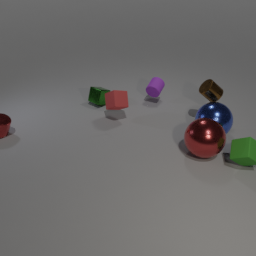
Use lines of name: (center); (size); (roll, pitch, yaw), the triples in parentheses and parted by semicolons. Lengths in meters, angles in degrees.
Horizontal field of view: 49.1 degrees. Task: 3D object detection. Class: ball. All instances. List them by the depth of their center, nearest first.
ball: (2.648, 0.341, 9.666); (1.400, 1.400, 1.400); (0, 31, 0)
ball: (3.280, -0.300, 10.716); (1.400, 1.400, 1.400); (0, 31, 0)

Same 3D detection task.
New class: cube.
cube: (3.843, 0.775, 9.105); (0.700, 0.700, 0.700); (-17, 51, 53)
cube: (-0.476, -1.160, 11.744); (0.700, 0.700, 0.700); (-2, -6, -38)
cube: (-1.360, -1.531, 13.246); (0.700, 0.700, 0.700); (23, 18, 33)

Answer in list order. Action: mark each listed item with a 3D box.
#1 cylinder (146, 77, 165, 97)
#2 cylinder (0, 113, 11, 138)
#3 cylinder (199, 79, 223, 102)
cylinder: (1.292, -1.931, 13.261); (0.700, 0.700, 0.700); (15, 55, 24)
cylinder: (-4.946, -0.090, 10.848); (0.700, 0.700, 0.700); (19, 36, -15)
cylinder: (3.355, -1.499, 11.316); (0.700, 0.700, 0.700); (33, 22, -23)
